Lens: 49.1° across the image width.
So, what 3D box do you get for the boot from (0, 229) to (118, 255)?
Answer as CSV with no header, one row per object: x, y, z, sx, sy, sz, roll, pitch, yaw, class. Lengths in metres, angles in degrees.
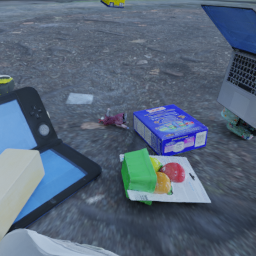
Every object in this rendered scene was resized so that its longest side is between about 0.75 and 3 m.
-0.655,2.027,3.601,2.785,1.331,1.024,-7,58,44,boot

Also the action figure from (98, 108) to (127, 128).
-0.447,-0.205,8.071,0.853,0.635,0.572,-11,-15,7,action figure

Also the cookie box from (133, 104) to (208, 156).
1.058,0.015,7.354,1.343,0.590,1.570,-13,32,-21,cookie box

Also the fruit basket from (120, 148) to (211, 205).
0.676,1.025,5.704,1.586,0.743,1.469,9,27,-16,fruit basket

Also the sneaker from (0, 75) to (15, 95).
-5.247,-1.401,9.732,2.363,0.880,1.000,-13,25,-38,sneaker

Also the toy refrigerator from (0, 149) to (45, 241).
-2.241,1.196,4.886,0.731,0.673,1.925,2,31,11,toy refrigerator

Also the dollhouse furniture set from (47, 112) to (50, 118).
-3.195,-0.651,7.882,1.723,1.223,1.365,-11,32,-19,dollhouse furniture set

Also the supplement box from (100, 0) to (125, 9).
-0.480,-5.177,10.295,0.702,1.289,0.706,-11,42,-31,supplement box

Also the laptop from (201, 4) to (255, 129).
2.140,-1.254,5.746,1.229,2.121,1.986,5,24,-14,laptop

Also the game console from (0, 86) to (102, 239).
-2.299,0.482,5.628,1.645,2.372,2.780,-9,16,45,game console

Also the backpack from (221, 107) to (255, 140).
3.153,-0.322,7.580,1.173,0.883,1.042,38,43,22,backpack
